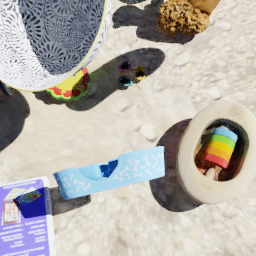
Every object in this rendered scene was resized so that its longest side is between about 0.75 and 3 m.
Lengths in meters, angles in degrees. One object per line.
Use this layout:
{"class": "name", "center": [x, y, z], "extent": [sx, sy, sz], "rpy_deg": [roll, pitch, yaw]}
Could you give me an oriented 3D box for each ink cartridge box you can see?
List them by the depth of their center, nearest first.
{"class": "ink cartridge box", "center": [-2.893, 2.504, 6.304], "extent": [2.413, 0.528, 2.435], "rpy_deg": [-10, 66, -4]}

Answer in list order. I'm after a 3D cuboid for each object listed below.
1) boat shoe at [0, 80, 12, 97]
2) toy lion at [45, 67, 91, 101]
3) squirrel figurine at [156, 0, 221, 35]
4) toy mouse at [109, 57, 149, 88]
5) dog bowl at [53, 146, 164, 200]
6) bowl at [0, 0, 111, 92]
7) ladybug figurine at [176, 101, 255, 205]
{"class": "boat shoe", "center": [-3.699, -1.249, 7.901], "extent": [0.367, 0.418, 1.174], "rpy_deg": [-39, 71, -12]}
{"class": "toy lion", "center": [-1.915, -1.696, 7.859], "extent": [1.868, 0.641, 1.791], "rpy_deg": [17, 76, -9]}
{"class": "squirrel figurine", "center": [1.550, -3.826, 8.148], "extent": [2.034, 1.542, 2.179], "rpy_deg": [10, 95, -29]}
{"class": "toy mouse", "center": [-0.048, -1.537, 8.114], "extent": [1.036, 0.226, 1.166], "rpy_deg": [-12, 68, -5]}
{"class": "dog bowl", "center": [-0.318, 0.841, 5.112], "extent": [2.111, 1.177, 0.523], "rpy_deg": [-15, 81, 12]}
{"class": "bowl", "center": [-1.296, -2.006, 5.027], "extent": [2.739, 1.285, 2.739], "rpy_deg": [2, 95, 23]}
{"class": "ladybug figurine", "center": [2.177, 0.572, 6.829], "extent": [1.850, 0.981, 2.726], "rpy_deg": [27, 72, 13]}
